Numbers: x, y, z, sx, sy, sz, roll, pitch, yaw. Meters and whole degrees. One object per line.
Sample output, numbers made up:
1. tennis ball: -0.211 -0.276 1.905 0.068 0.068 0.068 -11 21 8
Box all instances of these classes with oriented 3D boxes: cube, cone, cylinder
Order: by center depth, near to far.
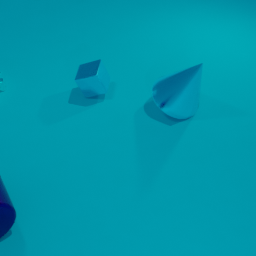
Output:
1. cylinder: -3.100 1.466 5.495 1.367 1.367 1.367 -26 52 -23
2. cone: 1.637 -1.272 7.646 1.525 1.531 1.525 8 61 -15
3. cube: -1.063 -1.502 8.542 0.754 0.754 0.754 -10 47 19

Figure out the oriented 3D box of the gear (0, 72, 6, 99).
1. gear: -4.870 -1.238 8.739 1.928 0.357 1.928 0 47 0
